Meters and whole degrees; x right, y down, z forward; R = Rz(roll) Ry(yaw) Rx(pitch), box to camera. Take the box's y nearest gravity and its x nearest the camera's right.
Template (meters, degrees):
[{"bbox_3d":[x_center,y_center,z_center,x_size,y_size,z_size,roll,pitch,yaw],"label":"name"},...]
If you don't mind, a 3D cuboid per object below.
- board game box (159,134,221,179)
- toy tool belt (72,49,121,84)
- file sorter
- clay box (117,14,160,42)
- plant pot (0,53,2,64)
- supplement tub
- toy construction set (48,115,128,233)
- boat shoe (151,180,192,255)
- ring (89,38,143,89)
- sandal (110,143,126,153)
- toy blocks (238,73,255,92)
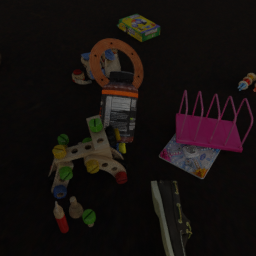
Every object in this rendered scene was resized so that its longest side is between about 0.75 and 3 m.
[{"bbox_3d":[1.813,0.636,8.050,1.378,0.178,1.378,26,52,23],"label":"board game box"},{"bbox_3d":[-1.201,-2.458,10.259,1.919,1.179,1.198,-18,40,-16],"label":"toy tool belt"},{"bbox_3d":[2.411,-0.275,8.044,1.858,1.165,1.291,9,40,2],"label":"file sorter"},{"bbox_3d":[0.430,-4.703,12.930,1.118,0.463,1.946,-29,54,-26],"label":"clay box"},{"bbox_3d":[-5.819,-2.728,10.402,1.878,1.755,1.755,19,47,-3],"label":"plant pot"},{"bbox_3d":[-0.246,-0.548,7.371,0.968,1.810,0.968,6,2,0],"label":"supplement tub"},{"bbox_3d":[-1.118,0.873,6.590,2.138,1.970,2.564,7,47,7],"label":"toy construction set"},{"bbox_3d":[1.037,2.098,6.215,0.685,0.811,2.275,-9,44,-3],"label":"boat shoe"},{"bbox_3d":[-0.394,-2.150,9.910,2.125,0.204,2.125,9,73,-29],"label":"ring"},{"bbox_3d":[-0.432,0.150,8.282,0.617,0.563,1.417,-7,45,-1],"label":"sandal"},{"bbox_3d":[4.417,-1.520,9.985,0.798,0.348,0.957,33,55,28],"label":"toy blocks"}]
